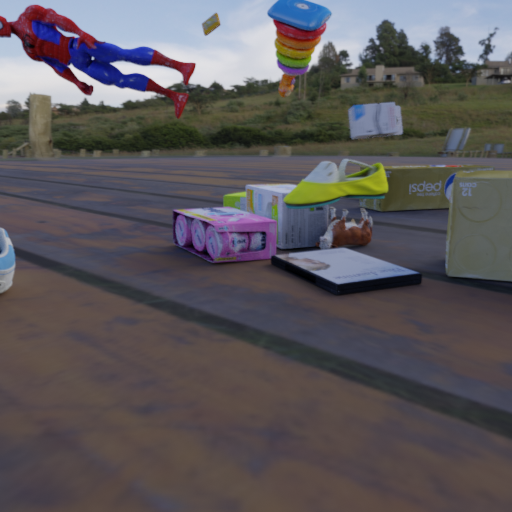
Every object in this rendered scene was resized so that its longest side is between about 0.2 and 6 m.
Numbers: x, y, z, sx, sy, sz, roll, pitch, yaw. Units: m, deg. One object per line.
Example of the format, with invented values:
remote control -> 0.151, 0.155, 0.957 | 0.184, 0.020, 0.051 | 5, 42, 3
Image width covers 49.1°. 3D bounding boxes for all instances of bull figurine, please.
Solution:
bull figurine -> 1.579, -0.464, 9.978 | 1.251, 0.759, 0.407 | -2, 15, -35

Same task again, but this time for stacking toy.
stacking toy -> 0.760, -4.124, 11.459 | 1.084, 1.975, 1.146 | 25, 45, 13

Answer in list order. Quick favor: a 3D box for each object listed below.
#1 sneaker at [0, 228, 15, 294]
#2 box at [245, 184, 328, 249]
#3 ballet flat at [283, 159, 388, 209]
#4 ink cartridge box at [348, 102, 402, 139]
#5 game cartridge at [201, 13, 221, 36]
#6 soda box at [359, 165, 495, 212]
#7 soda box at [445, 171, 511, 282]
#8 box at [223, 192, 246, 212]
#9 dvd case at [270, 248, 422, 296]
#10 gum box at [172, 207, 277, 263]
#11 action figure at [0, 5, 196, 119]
sneaker -> -3.775, 0.245, 6.249 | 0.941, 0.949, 2.619 | 5, 15, 16
box -> 0.537, -0.801, 10.655 | 0.931, 1.033, 1.836 | -5, 13, -21
ballet flat -> 1.027, -0.946, 7.135 | 1.623, 0.544, 0.542 | -9, 18, -31
ink cartridge box -> 2.555, -2.836, 11.724 | 1.122, 0.651, 0.380 | -7, 1, -6
game cartridge -> -1.032, -5.289, 12.798 | 0.451, 0.083, 0.511 | -31, 46, 20
soda box -> 4.656, -1.896, 15.326 | 3.555, 1.138, 1.204 | -5, 12, -18
soda box -> 4.946, -0.374, 7.691 | 4.384, 1.485, 1.403 | 5, 13, 20
box -> 0.211, -1.399, 14.693 | 1.861, 0.443, 1.134 | 8, 15, 31
dvd case -> 1.246, 0.186, 8.230 | 1.393, 0.171, 1.952 | -5, 14, -24
gum box -> -0.567, -0.386, 9.631 | 1.128, 0.657, 1.987 | -5, 14, -28
action figure -> -2.704, -3.206, 9.042 | 3.308, 1.082, 0.855 | 19, 51, -5
